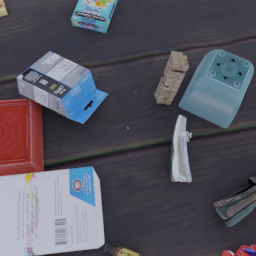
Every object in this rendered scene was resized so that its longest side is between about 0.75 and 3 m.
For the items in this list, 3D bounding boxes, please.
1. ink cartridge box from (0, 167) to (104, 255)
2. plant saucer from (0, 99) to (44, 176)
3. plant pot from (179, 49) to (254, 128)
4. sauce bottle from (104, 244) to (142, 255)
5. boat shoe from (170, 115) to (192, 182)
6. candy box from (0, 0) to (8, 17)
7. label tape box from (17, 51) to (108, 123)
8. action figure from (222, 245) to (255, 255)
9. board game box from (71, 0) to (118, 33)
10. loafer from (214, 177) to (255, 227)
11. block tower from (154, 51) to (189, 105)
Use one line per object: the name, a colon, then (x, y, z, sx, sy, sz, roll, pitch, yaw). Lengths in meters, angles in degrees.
ink cartridge box: (-2.149, 2.356, 7.715, 2.730, 1.993, 2.003, -6, 70, -2)
plant saucer: (-4.207, 0.234, 8.921, 2.821, 0.518, 2.816, -5, 66, -11)
plant pot: (3.006, -1.430, 9.142, 1.862, 1.902, 1.867, 26, 73, 8)
sauce bottle: (-0.148, 3.677, 8.131, 1.103, 0.357, 0.357, 16, 71, 8)
boat shoe: (1.734, 0.649, 8.936, 0.682, 0.784, 2.127, 4, 78, 4)
candy box: (-5.467, -4.709, 11.157, 1.135, 0.314, 0.655, -19, 71, -7)
label tape box: (-2.109, -1.406, 9.410, 2.474, 0.818, 1.772, 25, 50, 10)
action figure: (4.117, 3.889, 7.518, 2.988, 1.479, 0.975, 15, 70, 8)
board game box: (-1.279, -4.777, 11.123, 1.384, 0.430, 1.833, 14, 71, 5)
loafer: (3.800, 1.874, 8.504, 2.642, 0.949, 0.831, -36, 68, -10)
block tower: (1.390, -1.538, 9.108, 0.519, 1.922, 0.556, 5, 54, -10)
